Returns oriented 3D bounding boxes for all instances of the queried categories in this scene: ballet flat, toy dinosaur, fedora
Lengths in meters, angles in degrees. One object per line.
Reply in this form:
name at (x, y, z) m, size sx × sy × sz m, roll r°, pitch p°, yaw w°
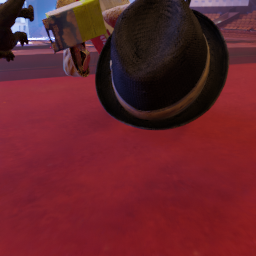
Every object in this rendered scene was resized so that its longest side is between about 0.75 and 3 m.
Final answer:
ballet flat at (-1.521, -2.597, 8.396) m, size 0.930 × 2.676 × 0.930 m, roll 2°, pitch 50°, yaw -2°
toy dinosaur at (-2.490, -1.684, 5.003) m, size 2.864 × 1.102 × 1.465 m, roll -9°, pitch 20°, yaw 22°
fedora at (0.435, -1.190, 4.141) m, size 2.366 × 2.366 × 1.080 m, roll 5°, pitch -21°, yaw 13°

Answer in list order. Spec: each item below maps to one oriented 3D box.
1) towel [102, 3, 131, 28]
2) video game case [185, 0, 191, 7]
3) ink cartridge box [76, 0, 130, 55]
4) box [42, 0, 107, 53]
towel at (0.506, -3.071, 8.054) m, size 1.594 × 0.415 × 2.405 m, roll -10°, pitch -4°, yaw 23°
video game case at (1.356, -3.744, 9.950) m, size 1.545 × 1.709 × 0.218 m, roll 0°, pitch -25°, yaw 42°
ink cartridge box at (-0.789, -3.635, 9.423) m, size 1.153 × 2.751 × 2.415 m, roll -1°, pitch 57°, yaw 27°
box at (-0.711, -1.371, 3.722) m, size 0.798 × 0.486 × 0.190 m, roll -27°, pitch 43°, yaw -15°
